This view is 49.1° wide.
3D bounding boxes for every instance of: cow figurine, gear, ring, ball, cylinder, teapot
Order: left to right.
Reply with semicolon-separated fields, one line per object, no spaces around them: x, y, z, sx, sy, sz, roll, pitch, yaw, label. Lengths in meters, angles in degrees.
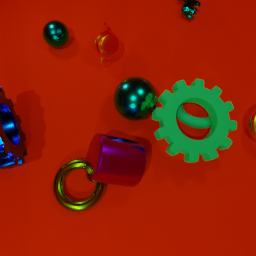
-3.078;-0.035;6.835;0.382;2.064;2.064;-18;68;-4;gear
-2.257;-2.949;8.793;0.831;0.831;0.831;0;67;0;ball
-1.251;1.453;7.204;1.373;0.275;1.373;0;67;0;ring
-0.664;-2.528;8.413;0.823;0.648;1.324;1;100;-33;teapot
-0.313;0.790;6.807;1.158;1.158;1.158;12;65;-22;cylinder
0.203;-0.794;7.641;1.217;1.217;1.217;0;67;0;ball
1.928;-4.129;9.266;0.908;0.507;0.923;31;64;0;cow figurine
1.652;-0.188;6.981;2.046;0.378;2.046;2;78;-8;gear
1.960;-0.559;7.834;1.415;0.283;1.415;0;50;0;ring

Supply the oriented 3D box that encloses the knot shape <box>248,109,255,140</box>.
3.871;0.089;6.958;0.867;1.876;1.755;-19;57;-38;knot shape
